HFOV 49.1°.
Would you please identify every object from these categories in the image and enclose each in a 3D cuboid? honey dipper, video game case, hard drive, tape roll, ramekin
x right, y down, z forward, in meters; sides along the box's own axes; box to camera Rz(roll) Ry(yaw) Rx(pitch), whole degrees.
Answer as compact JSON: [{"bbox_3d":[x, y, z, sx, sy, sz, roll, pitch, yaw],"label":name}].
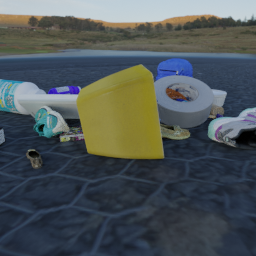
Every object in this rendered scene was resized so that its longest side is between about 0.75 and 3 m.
[{"bbox_3d":[3.626,-1.059,13.564,0.550,0.550,2.896,-4,17,-13],"label":"honey dipper"},{"bbox_3d":[-2.006,0.207,10.228,0.961,0.190,1.060,-4,19,-13],"label":"video game case"},{"bbox_3d":[-2.702,-0.848,11.484,2.926,0.390,1.930,1,-18,3],"label":"hard drive"},{"bbox_3d":[2.206,-1.165,11.774,2.600,0.859,2.600,1,42,-1],"label":"tape roll"},{"bbox_3d":[4.252,-1.513,14.475,1.564,0.728,1.564,-1,19,0],"label":"ramekin"}]

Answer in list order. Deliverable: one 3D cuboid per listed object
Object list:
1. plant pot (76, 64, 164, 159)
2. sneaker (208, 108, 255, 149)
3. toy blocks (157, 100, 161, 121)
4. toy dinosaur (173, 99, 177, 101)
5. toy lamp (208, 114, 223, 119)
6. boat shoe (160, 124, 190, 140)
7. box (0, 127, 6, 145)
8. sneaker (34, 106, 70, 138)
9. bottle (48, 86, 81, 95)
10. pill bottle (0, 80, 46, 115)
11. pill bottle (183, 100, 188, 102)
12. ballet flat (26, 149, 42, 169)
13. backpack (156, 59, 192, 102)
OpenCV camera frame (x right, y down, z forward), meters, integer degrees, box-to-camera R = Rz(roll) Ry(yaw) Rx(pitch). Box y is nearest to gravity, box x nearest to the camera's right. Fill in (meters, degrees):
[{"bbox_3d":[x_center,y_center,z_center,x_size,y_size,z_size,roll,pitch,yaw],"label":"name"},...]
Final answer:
[{"bbox_3d":[-0.320,-0.440,8.968,2.247,2.548,2.547,-11,19,-1],"label":"plant pot"},{"bbox_3d":[4.231,0.140,9.387,2.606,1.013,1.823,-17,25,-19],"label":"sneaker"},{"bbox_3d":[0.321,-0.229,8.861,1.500,2.195,1.097,-2,42,-41],"label":"toy blocks"},{"bbox_3d":[1.357,-1.350,13.398,1.933,1.119,2.131,10,21,25],"label":"toy dinosaur"},{"bbox_3d":[3.561,-0.507,12.166,1.084,0.316,0.316,8,20,21],"label":"toy lamp"},{"bbox_3d":[1.452,0.054,10.014,1.651,0.519,0.602,6,17,-6],"label":"boat shoe"},{"bbox_3d":[-5.598,0.537,8.652,2.454,0.610,2.436,4,18,12],"label":"box"},{"bbox_3d":[-3.061,-0.199,10.366,0.969,0.942,2.432,-33,25,-24],"label":"sneaker"},{"bbox_3d":[-3.554,-2.024,15.960,1.897,0.619,0.792,-18,-7,-41],"label":"bottle"},{"bbox_3d":[-5.122,-1.438,13.049,2.692,1.491,1.491,8,20,23],"label":"pill bottle"},{"bbox_3d":[2.873,-1.122,13.721,0.472,0.472,0.853,14,23,36],"label":"pill bottle"},{"bbox_3d":[-2.748,0.837,8.221,0.397,0.273,1.179,-10,21,-23],"label":"ballet flat"},{"bbox_3d":[2.442,-2.470,14.836,1.869,2.301,1.931,13,22,31],"label":"backpack"}]
